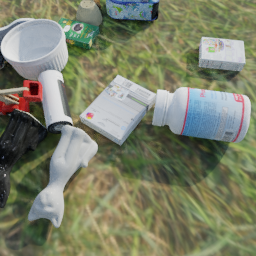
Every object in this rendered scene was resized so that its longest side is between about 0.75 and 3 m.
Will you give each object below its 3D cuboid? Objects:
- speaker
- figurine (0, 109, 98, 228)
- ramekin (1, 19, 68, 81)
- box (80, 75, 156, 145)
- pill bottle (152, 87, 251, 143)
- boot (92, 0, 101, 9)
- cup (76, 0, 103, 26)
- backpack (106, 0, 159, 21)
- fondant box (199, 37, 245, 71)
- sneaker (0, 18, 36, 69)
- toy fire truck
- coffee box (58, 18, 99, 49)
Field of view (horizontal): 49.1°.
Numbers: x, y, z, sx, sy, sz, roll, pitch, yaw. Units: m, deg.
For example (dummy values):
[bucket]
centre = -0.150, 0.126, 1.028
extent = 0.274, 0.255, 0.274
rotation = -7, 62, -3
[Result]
[speaker]
centre = -2.474, -0.907, 9.460
extent = 0.856, 0.856, 2.108
rotation = -14, 64, -8
[figurine]
centre = -2.730, 1.212, 8.317
extent = 2.924, 1.259, 2.853
rotation = 16, 69, 11
[ramekin]
centre = -3.335, -2.834, 10.422
extent = 2.294, 1.204, 2.294
rotation = -3, 58, 5
[box]
centre = -0.303, -0.685, 9.713
extent = 1.712, 0.452, 2.196
rotation = 29, 63, 19
[pill bottle]
centre = 2.263, -0.474, 8.991
extent = 2.825, 1.536, 1.536
rotation = 9, 61, 4
[boot]
centre = -1.390, -5.747, 12.644
extent = 0.358, 0.350, 0.950
rotation = -34, 63, 2
[cup]
centre = -1.691, -4.956, 11.958
extent = 1.150, 0.822, 1.150
rotation = 0, 61, 0
[backpack]
centre = 0.160, -5.736, 11.924
extent = 2.243, 1.648, 2.053
rotation = -2, 59, 1
[fondant box]
centre = 3.662, -2.909, 10.989
extent = 1.656, 0.482, 1.195
rotation = 8, 61, 3
[sneaker]
centre = -4.523, -3.211, 10.774
extent = 2.560, 0.973, 1.850
rotation = -17, 51, 1
[toy fire truck]
centre = -3.910, -0.921, 9.114
extent = 2.312, 1.631, 0.564
rotation = -2, 73, -9
[coffee box]
centre = -2.184, -3.930, 11.623
extent = 1.744, 0.384, 1.072
rotation = 16, 62, 9
